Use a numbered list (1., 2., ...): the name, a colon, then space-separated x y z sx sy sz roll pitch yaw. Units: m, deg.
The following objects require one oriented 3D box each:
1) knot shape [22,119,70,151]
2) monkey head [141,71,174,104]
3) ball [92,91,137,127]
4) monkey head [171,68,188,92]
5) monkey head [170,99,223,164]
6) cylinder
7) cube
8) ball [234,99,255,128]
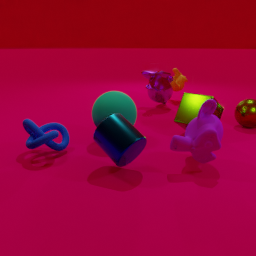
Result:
1. knot shape: -1.787 0.175 5.951 1.070 0.495 1.002 16 12 -9
2. monkey head: 1.003 -1.519 10.256 1.318 1.104 1.832 18 -4 26
3. ball: -0.325 -0.342 6.693 1.074 1.074 1.074 0 17 0
4. monkey head: 1.950 -1.931 11.415 0.723 0.863 1.199 -40 12 -4
5. monkey head: 1.301 0.154 5.390 1.011 1.405 0.847 7 42 -2
6. cylinder: -0.149 0.222 5.219 0.732 0.732 0.732 -19 55 -46
7. cube: 1.821 -0.337 7.181 0.828 0.828 0.828 15 -9 40
8. ball: 3.454 -0.419 7.957 0.818 0.818 0.818 0 17 0
